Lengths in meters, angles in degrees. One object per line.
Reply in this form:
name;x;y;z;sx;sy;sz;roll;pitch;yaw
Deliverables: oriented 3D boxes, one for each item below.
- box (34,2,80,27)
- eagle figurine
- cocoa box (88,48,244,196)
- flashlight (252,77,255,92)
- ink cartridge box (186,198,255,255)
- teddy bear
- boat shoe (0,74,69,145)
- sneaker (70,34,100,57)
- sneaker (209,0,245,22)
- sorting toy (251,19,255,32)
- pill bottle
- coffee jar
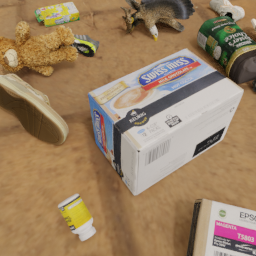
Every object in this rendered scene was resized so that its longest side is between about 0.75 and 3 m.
box;-2.861;-4.554;11.261;1.623;0.393;0.952;-17;54;-16
eagle figurine;1.013;-4.105;10.263;2.351;1.774;1.784;-19;43;-1
cocoa box;0.821;-0.224;6.783;2.950;1.967;1.936;-28;57;-21
flashlight;4.695;-1.352;8.656;1.561;0.528;0.530;-2;84;-7
ink cartridge box;1.964;2.121;5.339;1.492;0.560;1.229;13;71;2
teddy bear;-2.762;-2.316;8.496;2.504;1.816;0.836;-1;58;-20
boat shoe;-2.637;-0.656;7.745;2.982;1.076;0.969;33;40;20
sneaker;-1.762;-3.081;10.022;1.659;0.613;0.671;28;50;12
sneaker;3.875;-4.757;11.320;0.710;0.585;1.544;-40;60;-22
sorting toy;5.476;-3.309;9.777;2.640;1.411;2.377;-2;44;0
pill bottle;-1.023;1.834;5.745;0.488;0.488;0.871;-29;86;-21
coffee jar;3.465;-2.592;9.239;1.324;1.083;2.538;-17;54;-14
